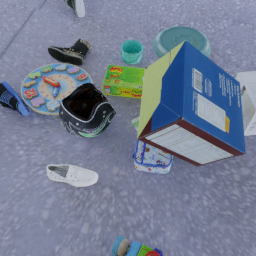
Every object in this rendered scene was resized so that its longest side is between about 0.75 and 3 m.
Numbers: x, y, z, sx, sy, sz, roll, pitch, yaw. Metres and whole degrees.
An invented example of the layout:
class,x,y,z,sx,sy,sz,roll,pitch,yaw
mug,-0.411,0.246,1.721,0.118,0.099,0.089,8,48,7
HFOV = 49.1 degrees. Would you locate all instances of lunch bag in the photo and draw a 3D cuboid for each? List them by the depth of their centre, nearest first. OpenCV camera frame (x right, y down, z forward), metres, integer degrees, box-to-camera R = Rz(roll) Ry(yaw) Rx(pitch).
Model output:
class,x,y,z,sx,sy,sz,roll,pitch,yaw
lunch bag,0.879,0.747,9.766,1.386,0.653,1.729,8,54,7

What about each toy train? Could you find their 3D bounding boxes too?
class,x,y,z,sx,sy,sz,roll,pitch,yaw
toy train,-0.154,4.126,7.236,1.413,1.033,2.441,18,56,25

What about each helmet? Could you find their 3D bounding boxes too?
class,x,y,z,sx,sy,sz,roll,pitch,yaw
helmet,-1.487,-0.496,9.883,1.774,1.861,1.861,-41,63,-3

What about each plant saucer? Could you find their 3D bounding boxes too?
class,x,y,z,sx,sy,sz,roll,pitch,yaw
plant saucer,2.575,-4.011,13.267,2.790,0.382,2.790,0,55,1

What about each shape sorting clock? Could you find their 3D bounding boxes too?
class,x,y,z,sx,sy,sz,roll,pitch,yaw
shape sorting clock,-2.898,-1.705,11.516,2.923,0.574,2.923,0,55,0

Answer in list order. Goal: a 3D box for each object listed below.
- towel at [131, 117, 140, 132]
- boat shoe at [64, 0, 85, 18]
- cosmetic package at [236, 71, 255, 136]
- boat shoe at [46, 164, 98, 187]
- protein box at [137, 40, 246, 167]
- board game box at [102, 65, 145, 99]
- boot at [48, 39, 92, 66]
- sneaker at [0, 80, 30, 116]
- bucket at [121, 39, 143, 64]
class,x,y,z,sx,sy,sz,roll,pitch,yaw
towel,0.541,-0.045,9.777,0.598,0.092,0.784,-29,76,-14
boat shoe,-2.869,-6.762,14.834,0.991,1.008,2.795,-10,54,-3
cosmetic package,4.864,-0.933,10.378,1.537,1.536,1.864,-5,54,-4
boat shoe,-1.861,1.515,9.237,1.733,0.601,0.614,5,55,3
protein box,2.045,-0.618,8.886,2.770,1.869,2.750,26,57,-30
board game box,0.260,-1.894,11.646,2.422,0.577,1.230,7,55,5
boot,-2.635,-3.591,12.832,1.724,0.622,1.302,19,55,7
sneaker,-4.647,-1.035,11.040,0.790,0.711,2.028,-40,62,-11
bucket,0.180,-3.426,12.671,1.025,0.667,1.025,0,55,0
